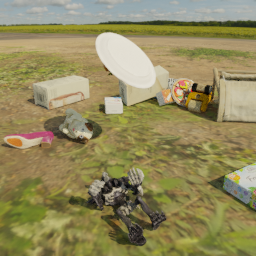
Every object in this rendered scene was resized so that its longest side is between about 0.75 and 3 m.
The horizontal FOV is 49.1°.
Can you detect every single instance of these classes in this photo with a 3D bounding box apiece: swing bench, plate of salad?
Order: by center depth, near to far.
[{"bbox_3d":[-0.073,-1.953,8.281,2.118,0.509,2.118,23,44,-25],"label":"plate of salad"},{"bbox_3d":[5.463,-1.534,12.912,2.878,1.877,2.893,3,24,6],"label":"swing bench"}]

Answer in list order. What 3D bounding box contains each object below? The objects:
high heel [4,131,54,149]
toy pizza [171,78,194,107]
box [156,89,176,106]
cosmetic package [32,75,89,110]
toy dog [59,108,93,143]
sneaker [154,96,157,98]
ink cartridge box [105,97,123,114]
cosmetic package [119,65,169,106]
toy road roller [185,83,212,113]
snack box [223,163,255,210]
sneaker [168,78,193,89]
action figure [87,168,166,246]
[{"bbox_3d":[-3.550,0.321,10.135,1.647,0.555,0.790,2,33,-9],"label":"high heel"},{"bbox_3d":[2.951,-1.835,14.250,1.579,1.579,0.250,-7,-14,-16],"label":"toy pizza"},{"bbox_3d":[2.067,-1.615,14.376,1.074,0.668,0.523,-16,-4,-31],"label":"box"},{"bbox_3d":[-3.446,-1.913,14.690,1.355,1.144,2.622,20,31,39],"label":"cosmetic package"},{"bbox_3d":[-1.848,0.053,10.624,1.350,0.971,1.392,29,4,-34],"label":"toy dog"},{"bbox_3d":[1.939,-1.835,15.456,1.440,0.510,0.597,18,15,32],"label":"sneaker"},{"bbox_3d":[-0.704,-1.111,13.648,0.834,0.488,1.153,-2,24,-6],"label":"ink cartridge box"},{"bbox_3d":[0.820,-2.210,14.534,2.493,1.290,0.911,-21,44,-19],"label":"cosmetic package"},{"bbox_3d":[3.576,-1.406,13.722,0.941,1.532,1.118,17,-10,33],"label":"toy road roller"},{"bbox_3d":[3.679,1.506,7.576,1.785,0.473,1.269,-14,27,-30],"label":"snack box"},{"bbox_3d":[2.510,-2.304,15.570,1.118,1.012,2.625,7,5,-37],"label":"sneaker"},{"bbox_3d":[-0.162,1.554,6.620,1.399,1.201,2.354,-25,34,-24],"label":"action figure"}]
